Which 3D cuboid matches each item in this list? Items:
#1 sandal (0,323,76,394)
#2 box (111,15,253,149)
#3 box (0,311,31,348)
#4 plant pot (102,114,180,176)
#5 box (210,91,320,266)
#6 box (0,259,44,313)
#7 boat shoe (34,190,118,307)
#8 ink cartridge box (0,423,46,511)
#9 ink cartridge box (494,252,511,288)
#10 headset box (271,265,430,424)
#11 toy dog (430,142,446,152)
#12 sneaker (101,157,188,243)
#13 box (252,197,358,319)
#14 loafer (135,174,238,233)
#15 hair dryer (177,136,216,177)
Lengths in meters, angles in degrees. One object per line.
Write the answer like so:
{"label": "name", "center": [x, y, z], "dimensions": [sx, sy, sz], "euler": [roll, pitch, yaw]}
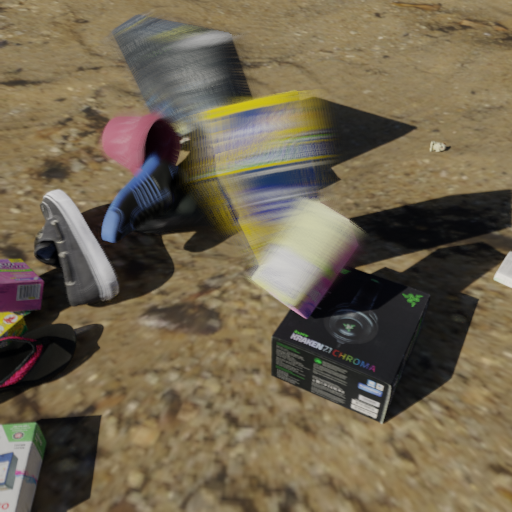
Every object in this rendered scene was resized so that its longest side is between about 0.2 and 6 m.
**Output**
{"label": "sandal", "center": [-3.641, 1.577, 8.120], "dimensions": [2.241, 0.505, 0.842], "euler": [-23, 61, -34]}
{"label": "box", "center": [-1.371, -3.454, 11.415], "dimensions": [0.785, 2.425, 3.076], "euler": [-43, 47, -21]}
{"label": "box", "center": [-4.345, 1.274, 8.831], "dimensions": [0.875, 0.361, 1.491], "euler": [19, 46, 21]}
{"label": "plant pot", "center": [-2.351, -2.235, 11.173], "dimensions": [1.172, 1.309, 1.309], "euler": [20, 45, 23]}
{"label": "box", "center": [0.353, -0.876, 8.594], "dimensions": [1.236, 3.527, 1.134], "euler": [-10, 66, 7]}
{"label": "box", "center": [-4.170, 0.478, 9.189], "dimensions": [0.954, 0.524, 1.084], "euler": [-2, 20, -42]}
{"label": "boat shoe", "center": [-3.470, -0.139, 10.051], "dimensions": [0.977, 1.031, 2.948], "euler": [-23, 53, -25]}
{"label": "ink cartridge box", "center": [-3.239, 2.771, 6.954], "dimensions": [0.908, 0.547, 1.250], "euler": [-2, 42, -3]}
{"label": "ink cartridge box", "center": [4.824, 0.361, 10.007], "dimensions": [0.903, 0.226, 0.727], "euler": [30, 49, 24]}
{"label": "headset box", "center": [1.468, 1.154, 8.499], "dimensions": [1.796, 0.957, 2.062], "euler": [20, 45, 22]}
{"label": "toy dog", "center": [4.359, -2.606, 13.414], "dimensions": [0.352, 0.246, 0.342], "euler": [10, 21, 9]}
{"label": "sneaker", "center": [-1.901, -0.930, 9.751], "dimensions": [0.756, 0.681, 1.941], "euler": [24, 60, 9]}
{"label": "box", "center": [0.706, 0.067, 7.567], "dimensions": [0.640, 1.165, 1.324], "euler": [35, 86, 21]}
{"label": "loafer", "center": [-1.057, -1.088, 10.781], "dimensions": [2.878, 1.010, 0.977], "euler": [-12, 71, -12]}
{"label": "hair dryer", "center": [-0.808, -1.855, 12.186], "dimensions": [3.624, 0.985, 2.760], "euler": [0, 47, 18]}
